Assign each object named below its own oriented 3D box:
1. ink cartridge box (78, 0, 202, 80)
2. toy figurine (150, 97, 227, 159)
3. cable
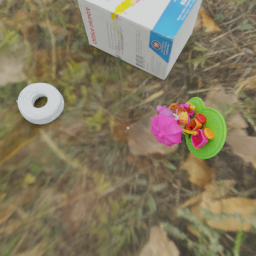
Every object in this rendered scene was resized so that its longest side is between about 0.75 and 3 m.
[{"bbox_3d":[0.366,-3.187,8.038,2.776,2.044,2.008,28,74,10],"label":"ink cartridge box"},{"bbox_3d":[1.221,-0.140,6.652,1.576,1.285,1.712,8,52,-32],"label":"toy figurine"},{"bbox_3d":[-2.463,-0.719,7.927,1.226,0.424,1.226,-28,70,-12],"label":"cable"}]
